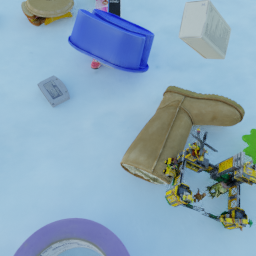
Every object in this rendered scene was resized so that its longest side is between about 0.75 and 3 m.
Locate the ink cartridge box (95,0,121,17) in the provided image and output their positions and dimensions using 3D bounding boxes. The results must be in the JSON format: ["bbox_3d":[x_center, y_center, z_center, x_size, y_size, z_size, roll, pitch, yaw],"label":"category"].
[{"bbox_3d":[-0.698,-4.372,10.086,0.908,0.356,1.918,-1,57,0],"label":"ink cartridge box"}]

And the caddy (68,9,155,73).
[{"bbox_3d":[-0.492,-2.448,8.210,2.577,1.353,1.822,28,31,11],"label":"caddy"}]

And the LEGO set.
[{"bbox_3d":[1.962,1.132,5.918,2.202,1.276,1.693,31,56,-7],"label":"LEGO set"}]

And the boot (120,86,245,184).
[{"bbox_3d":[1.413,0.286,7.039,2.324,0.878,2.654,16,59,24],"label":"boot"}]

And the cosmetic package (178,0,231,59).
[{"bbox_3d":[1.546,-1.867,5.492,0.489,1.338,0.693,13,91,37],"label":"cosmetic package"}]

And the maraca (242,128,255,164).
[{"bbox_3d":[3.737,0.551,6.749,1.914,1.024,1.312,10,48,8],"label":"maraca"}]

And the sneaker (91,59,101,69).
[{"bbox_3d":[-0.954,-2.208,8.766,0.307,0.361,0.833,18,62,11],"label":"sneaker"}]

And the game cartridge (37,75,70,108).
[{"bbox_3d":[-2.145,-1.093,8.212,0.665,0.208,0.999,-29,63,-21],"label":"game cartridge"}]

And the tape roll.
[{"bbox_3d":[-1.031,3.020,5.282,2.391,1.016,2.391,0,59,0],"label":"tape roll"}]

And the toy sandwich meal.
[{"bbox_3d":[-2.770,-4.229,9.864,1.835,0.629,1.835,2,55,-3],"label":"toy sandwich meal"}]
